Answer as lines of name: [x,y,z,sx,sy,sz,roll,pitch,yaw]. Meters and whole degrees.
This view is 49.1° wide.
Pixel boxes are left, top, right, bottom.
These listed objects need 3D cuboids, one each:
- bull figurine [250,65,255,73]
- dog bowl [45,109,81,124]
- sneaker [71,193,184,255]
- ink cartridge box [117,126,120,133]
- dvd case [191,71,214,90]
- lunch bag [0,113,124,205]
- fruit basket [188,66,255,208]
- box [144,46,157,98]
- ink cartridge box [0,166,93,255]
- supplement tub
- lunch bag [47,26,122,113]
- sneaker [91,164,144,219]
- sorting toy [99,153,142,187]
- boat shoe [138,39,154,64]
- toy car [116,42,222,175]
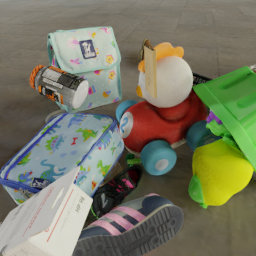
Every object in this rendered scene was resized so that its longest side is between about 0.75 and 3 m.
bull figurine: [5.590,-2.104,11.487,1.121,0.601,1.847,7,34,10]
dog bowl: [-1.967,-0.160,8.820,1.190,0.349,1.190,0,33,0]
sneaker: [-0.271,1.994,5.366,2.583,0.906,1.059,-14,17,-20]
ink cartridge box: [-0.617,0.256,8.177,0.866,0.371,0.639,-2,34,0]
dvd case: [2.495,-1.022,8.544,2.238,0.368,2.977,31,5,37]
lunch bag: [-1.495,0.705,6.522,2.095,1.075,2.606,7,41,31]
fruit basket: [2.322,0.410,6.445,2.892,2.892,2.086,-9,41,-12]
box: [0.482,-1.218,5.999,0.104,0.982,0.803,-6,23,-6]
ink cartridge box: [-1.418,1.676,4.610,2.190,0.730,1.268,-34,20,30]
supplement tub: [-1.800,-1.107,7.322,1.362,0.834,0.834,23,39,11]
lunch bag: [-1.474,-2.057,9.571,2.262,2.656,1.619,-16,37,-24]
sneaker: [-0.219,1.324,6.178,0.641,0.700,1.672,41,46,3]
sorting toy: [-0.614,0.896,7.294,1.931,0.284,1.427,-16,37,-20]
boat shoe: [0.979,-3.719,13.855,0.733,0.776,2.157,9,44,5]
toy car: [0.771,-0.816,7.247,2.494,2.820,2.599,-23,38,-6]
